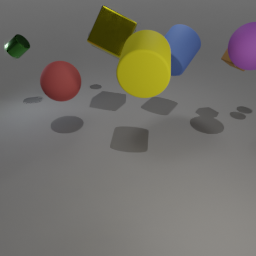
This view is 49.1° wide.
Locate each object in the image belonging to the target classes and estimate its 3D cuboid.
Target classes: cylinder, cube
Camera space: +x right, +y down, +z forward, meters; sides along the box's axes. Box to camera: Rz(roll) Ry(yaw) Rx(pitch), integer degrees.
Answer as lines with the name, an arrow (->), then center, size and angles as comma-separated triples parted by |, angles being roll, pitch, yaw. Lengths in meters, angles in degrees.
cylinder -> 1.859, -2.973, 10.779 | 1.400, 1.400, 1.400 | 24, 69, 35
cube -> -0.588, -3.595, 10.788 | 1.400, 1.400, 1.400 | 26, 10, -5
cylinder -> -4.453, -3.291, 11.312 | 0.700, 0.700, 0.700 | -32, 21, 23
cylinder -> 0.465, -1.766, 7.686 | 1.400, 1.400, 1.400 | 4, 39, 6
cube -> 3.969, -2.581, 10.127 | 0.700, 0.700, 0.700 | 17, 18, -40

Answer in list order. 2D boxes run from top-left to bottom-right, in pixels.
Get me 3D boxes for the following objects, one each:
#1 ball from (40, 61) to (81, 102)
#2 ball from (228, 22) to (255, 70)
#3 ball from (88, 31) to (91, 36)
ball -> -2.334, -1.624, 9.757 | 1.400, 1.400, 1.400 | 0, 30, 0
ball -> 3.752, -2.457, 8.452 | 1.400, 1.400, 1.400 | 0, 30, 0
ball -> -1.485, -4.202, 12.898 | 0.700, 0.700, 0.700 | 0, 30, 0
